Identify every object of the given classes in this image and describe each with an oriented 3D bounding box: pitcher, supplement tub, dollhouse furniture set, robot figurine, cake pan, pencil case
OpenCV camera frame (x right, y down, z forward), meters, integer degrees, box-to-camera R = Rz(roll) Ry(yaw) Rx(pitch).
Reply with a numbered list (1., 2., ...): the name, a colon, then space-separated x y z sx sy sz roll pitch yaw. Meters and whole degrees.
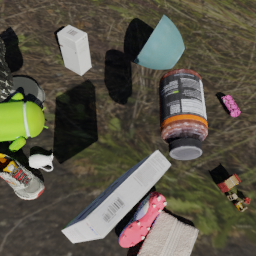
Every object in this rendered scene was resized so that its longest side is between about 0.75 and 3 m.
1. pitcher: -3.135 1.268 10.142 0.823 0.499 0.706 -3 52 -14
2. supplement tub: 1.387 -0.338 7.148 1.181 1.181 2.208 2 61 1
3. dollhouse furniture set: 3.675 2.220 9.581 0.616 0.466 1.145 -28 77 -18
4. robot figurine: -4.320 -0.270 10.544 2.465 1.426 2.163 -7 67 -14
5. cake pan: -4.788 -1.309 11.946 2.365 0.434 2.365 0 55 0
6. pencil case: 4.283 -0.923 11.692 0.451 0.437 0.963 12 44 -36

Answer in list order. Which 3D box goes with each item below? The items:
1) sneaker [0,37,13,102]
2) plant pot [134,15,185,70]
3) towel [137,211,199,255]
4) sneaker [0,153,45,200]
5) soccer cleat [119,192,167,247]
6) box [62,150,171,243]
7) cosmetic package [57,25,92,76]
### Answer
1. sneaker: -4.174 -1.686 8.082 1.212 1.068 2.718 -26 59 9
2. plant pot: 1.574 -3.574 12.586 1.604 2.381 2.381 32 58 -7
3. towel: 1.143 3.702 8.531 1.404 0.365 2.119 25 59 15
4. sneaker: -3.836 1.659 9.602 2.239 0.920 0.871 28 60 17
5. soccer cleat: 0.425 2.906 8.997 0.682 0.782 2.044 45 75 -14
6. box: -0.366 1.562 5.967 1.906 2.640 0.480 -39 87 -31
7. cosmetic package: -2.345 -3.427 12.496 1.092 1.935 0.785 30 59 21
